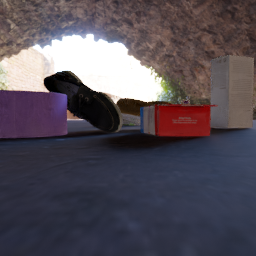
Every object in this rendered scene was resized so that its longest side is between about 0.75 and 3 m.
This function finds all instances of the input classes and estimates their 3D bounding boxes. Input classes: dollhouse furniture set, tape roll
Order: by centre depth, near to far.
[{"bbox_3d":[-2.363,-0.286,5.989,2.091,0.888,2.091,1,2,0],"label":"tape roll"},{"bbox_3d":[2.600,-0.608,10.721,1.650,1.171,1.307,-1,2,-19],"label":"dollhouse furniture set"}]

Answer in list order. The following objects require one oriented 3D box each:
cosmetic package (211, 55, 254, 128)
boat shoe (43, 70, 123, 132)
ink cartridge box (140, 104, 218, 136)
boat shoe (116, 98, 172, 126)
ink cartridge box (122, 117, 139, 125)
[{"bbox_3d":[3.723,-1.251,10.033,1.267,2.499,0.890,-1,2,-27],"label":"cosmetic package"},{"bbox_3d":[-1.267,-0.703,7.227,2.637,0.986,0.874,44,35,25],"label":"boat shoe"},{"bbox_3d":[0.992,-0.169,5.968,1.105,0.639,1.901,0,2,-10],"label":"ink cartridge box"},{"bbox_3d":[0.784,-0.387,9.341,2.461,0.871,0.853,15,-29,16],"label":"boat shoe"},{"bbox_3d":[0.200,-0.459,13.629,1.104,0.665,1.519,3,5,43],"label":"ink cartridge box"}]
